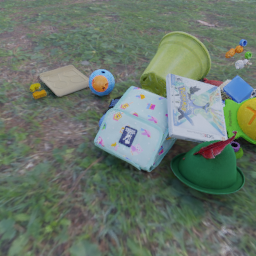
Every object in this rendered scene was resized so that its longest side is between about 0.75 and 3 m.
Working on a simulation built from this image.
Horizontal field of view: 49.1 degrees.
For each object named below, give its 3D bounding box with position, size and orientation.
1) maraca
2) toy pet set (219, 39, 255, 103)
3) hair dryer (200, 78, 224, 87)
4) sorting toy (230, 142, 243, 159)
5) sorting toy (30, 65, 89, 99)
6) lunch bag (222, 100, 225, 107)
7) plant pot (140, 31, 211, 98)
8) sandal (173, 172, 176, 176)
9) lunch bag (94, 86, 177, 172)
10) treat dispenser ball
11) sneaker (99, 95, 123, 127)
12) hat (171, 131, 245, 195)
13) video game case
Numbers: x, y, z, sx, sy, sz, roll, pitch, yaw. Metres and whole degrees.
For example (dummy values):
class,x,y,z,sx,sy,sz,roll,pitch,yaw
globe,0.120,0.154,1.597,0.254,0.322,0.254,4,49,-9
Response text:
class,x,y,z,sx,sy,sz,roll,pitch,yaw
maraca,4.817,-0.265,10.561,2.916,1.560,1.999,4,66,-1
toy pet set,5.210,-2.167,12.411,2.425,2.597,1.379,-40,24,-6
hair dryer,4.075,-2.390,14.289,1.774,0.482,1.351,22,42,24
sorting toy,3.582,0.512,10.425,0.910,0.622,1.515,-26,45,-30
sorting toy,-3.587,-2.259,14.257,2.936,0.393,2.187,-24,48,-28
lunch bag,3.625,-0.753,11.962,2.057,0.777,1.648,28,44,30
plant pot,1.942,-2.480,12.731,2.747,2.747,2.526,24,60,28
sandal,2.360,1.362,9.500,1.654,0.354,0.629,-3,40,0
lunch bag,0.452,0.068,10.148,2.408,1.724,2.827,25,53,22
treat dispenser ball,-1.259,-2.167,13.400,1.235,1.235,1.235,0,38,0
sneaker,-0.472,-0.688,11.834,1.035,0.932,2.657,19,36,31
hat,2.723,0.440,8.634,2.316,2.462,2.796,-11,29,-27
video game case,2.412,-0.638,9.864,2.228,0.269,2.444,11,61,-19
